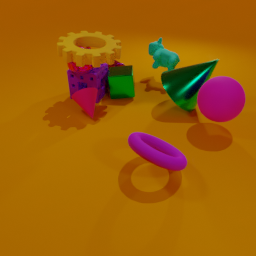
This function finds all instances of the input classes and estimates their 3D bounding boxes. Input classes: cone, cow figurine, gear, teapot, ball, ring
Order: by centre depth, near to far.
[{"bbox_3d":[0.713,0.549,6.800,1.550,0.310,1.550,24,13,-6],"label":"ring"},{"bbox_3d":[2.690,-0.829,8.126,1.329,1.329,1.329,0,34,0],"label":"ball"},{"bbox_3d":[-1.260,-0.706,8.946,0.865,0.865,0.868,-15,77,-21],"label":"cone"},{"bbox_3d":[2.233,-1.665,9.013,1.669,1.675,1.669,29,41,-29],"label":"cone"},{"bbox_3d":[-1.233,-2.593,9.066,2.022,0.374,2.022,4,39,-3],"label":"gear"},{"bbox_3d":[-1.568,-2.299,9.334,1.020,0.803,1.640,5,38,15],"label":"teapot"},{"bbox_3d":[1.413,-2.888,11.028,1.436,0.788,1.413,19,51,16],"label":"cow figurine"}]

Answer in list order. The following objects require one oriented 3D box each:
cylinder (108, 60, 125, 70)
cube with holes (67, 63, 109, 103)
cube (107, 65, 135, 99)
[{"bbox_3d":[-0.603,-2.285,11.226,0.876,0.876,0.876,-21,40,-28],"label":"cylinder"},{"bbox_3d":[-1.417,-1.709,10.197,1.091,1.091,1.091,10,36,15],"label":"cube with holes"},{"bbox_3d":[-0.225,-1.683,10.254,0.900,0.900,0.900,-5,34,4],"label":"cube"}]
